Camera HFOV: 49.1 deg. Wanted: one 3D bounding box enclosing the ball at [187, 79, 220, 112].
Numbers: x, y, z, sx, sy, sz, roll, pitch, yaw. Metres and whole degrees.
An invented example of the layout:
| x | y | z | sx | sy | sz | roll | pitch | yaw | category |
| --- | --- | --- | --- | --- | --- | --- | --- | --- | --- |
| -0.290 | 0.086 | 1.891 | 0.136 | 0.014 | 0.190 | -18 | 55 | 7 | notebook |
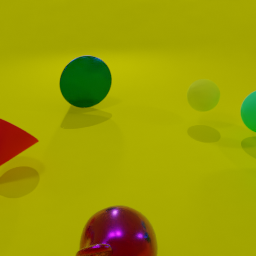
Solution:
| x | y | z | sx | sy | sz | roll | pitch | yaw | category |
| --- | --- | --- | --- | --- | --- | --- | --- | --- | --- |
| 1.892 | -0.820 | 7.052 | 0.820 | 0.820 | 0.820 | 0 | 28 | 0 | ball |

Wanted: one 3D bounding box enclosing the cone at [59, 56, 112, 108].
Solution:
| x | y | z | sx | sy | sz | roll | pitch | yaw | category |
| --- | --- | --- | --- | --- | --- | --- | --- | --- | --- |
| -1.449 | -1.572 | 8.304 | 1.500 | 1.500 | 1.506 | -12 | 32 | -22 | cone |

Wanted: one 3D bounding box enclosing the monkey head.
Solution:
| x | y | z | sx | sy | sz | roll | pitch | yaw | category |
| --- | --- | --- | --- | --- | --- | --- | --- | --- | --- |
| -0.276 | 1.451 | 3.115 | 1.259 | 1.054 | 1.750 | -16 | -8 | 6 | monkey head |

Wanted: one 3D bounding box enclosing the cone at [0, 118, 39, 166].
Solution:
| x | y | z | sx | sy | sz | roll | pitch | yaw | category |
| --- | --- | --- | --- | --- | --- | --- | --- | --- | --- |
| -2.309 | 0.415 | 5.254 | 0.897 | 0.897 | 0.900 | 17 | 71 | 29 | cone |

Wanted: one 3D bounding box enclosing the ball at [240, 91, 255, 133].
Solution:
| x | y | z | sx | sy | sz | roll | pitch | yaw | category |
| --- | --- | --- | --- | --- | --- | --- | --- | --- | --- |
| 3.127 | -0.375 | 6.400 | 1.039 | 1.039 | 1.039 | 0 | 28 | 0 | ball |
